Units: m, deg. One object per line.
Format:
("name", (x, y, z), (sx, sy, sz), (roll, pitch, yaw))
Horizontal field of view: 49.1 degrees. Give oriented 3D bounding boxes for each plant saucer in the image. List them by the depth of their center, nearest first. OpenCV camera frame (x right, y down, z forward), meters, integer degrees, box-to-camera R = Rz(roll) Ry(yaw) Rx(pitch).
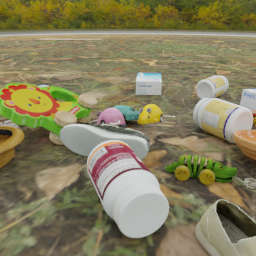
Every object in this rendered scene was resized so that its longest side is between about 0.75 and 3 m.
("plant saucer", (4.067, 0.564, 7.026), (2.753, 0.515, 2.753), (6, 11, -1))

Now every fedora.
("fedora", (-3.594, 0.595, 7.235), (1.873, 0.764, 1.873), (-3, 26, 1))

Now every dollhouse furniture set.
("dollhouse furniture set", (-4.017, -0.229, 9.000), (1.951, 0.864, 1.011), (-18, 29, -35))

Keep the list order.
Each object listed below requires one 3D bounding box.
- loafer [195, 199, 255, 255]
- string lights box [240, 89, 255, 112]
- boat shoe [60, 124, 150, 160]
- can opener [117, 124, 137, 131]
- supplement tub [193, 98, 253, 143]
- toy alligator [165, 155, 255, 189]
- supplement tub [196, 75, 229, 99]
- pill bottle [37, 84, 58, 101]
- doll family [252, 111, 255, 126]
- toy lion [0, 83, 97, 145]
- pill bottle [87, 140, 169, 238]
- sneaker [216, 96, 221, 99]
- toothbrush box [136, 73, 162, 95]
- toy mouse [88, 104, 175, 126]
("loafer", (1.942, 1.928, 4.070), (0.930, 0.839, 2.458), (-14, 27, -29))
("string lights box", (5.605, -1.029, 10.560), (2.568, 0.757, 1.319), (-7, 22, -31))
("boat shoe", (-0.625, 0.332, 7.825), (2.479, 0.876, 0.789), (11, 25, 5))
("can opener", (-0.023, 0.018, 9.038), (0.933, 0.312, 0.249), (11, 4, 39))
("supplement tub", (2.932, -0.290, 8.791), (1.130, 1.130, 1.555), (-14, 27, -29))
("toy alligator", (1.965, 0.965, 6.675), (2.184, 0.525, 0.724), (6, 25, 15))
("supplement tub", (3.500, -1.676, 11.564), (1.217, 0.885, 0.885), (-23, 32, -37))
("pill bottle", (-3.238, -1.109, 10.799), (1.036, 1.036, 1.853), (-6, 24, -14))
("doll family", (4.520, -0.191, 9.424), (1.317, 0.593, 0.817), (13, 5, -35))
("toy lion", (-2.608, -0.720, 8.916), (2.555, 0.915, 2.666), (28, 29, 4))
("pill bottle", (-0.064, 1.118, 5.572), (1.130, 1.130, 1.980), (-9, 25, -19))
("sneaker", (3.757, -1.514, 12.489), (0.636, 0.424, 1.110), (11, 31, 9))
("toothbrush box", (1.014, -2.170, 13.635), (1.207, 0.703, 1.649), (1, 24, 3))
("toy mouse", (-0.250, -0.423, 9.138), (2.637, 0.574, 2.968), (0, 8, 32))
